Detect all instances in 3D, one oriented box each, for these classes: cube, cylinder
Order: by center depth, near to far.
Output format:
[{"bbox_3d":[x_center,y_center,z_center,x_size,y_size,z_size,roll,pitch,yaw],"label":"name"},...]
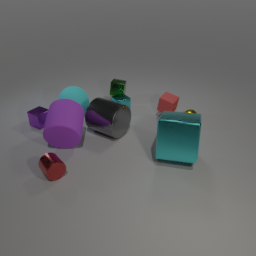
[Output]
[{"bbox_3d":[-2.534,1.281,9.378,0.700,0.700,0.700,-22,37,-32],"label":"cylinder"},{"bbox_3d":[1.798,0.270,9.846,1.400,1.400,1.400,6,18,13],"label":"cube"},{"bbox_3d":[-2.443,-0.166,10.786,1.400,1.400,1.400,0,49,0],"label":"cylinder"},{"bbox_3d":[-0.804,-0.432,11.557,1.400,1.400,1.400,19,36,28],"label":"cylinder"},{"bbox_3d":[-3.873,-0.452,12.292,0.700,0.700,0.700,19,36,29],"label":"cube"},{"bbox_3d":[1.822,-1.110,12.734,0.700,0.700,0.700,26,42,19],"label":"cube"},{"bbox_3d":[-0.341,-1.169,13.492,0.700,0.700,0.700,-18,35,-27],"label":"cube"},{"bbox_3d":[-0.500,-2.033,14.198,0.700,0.700,0.700,10,25,5],"label":"cube"}]

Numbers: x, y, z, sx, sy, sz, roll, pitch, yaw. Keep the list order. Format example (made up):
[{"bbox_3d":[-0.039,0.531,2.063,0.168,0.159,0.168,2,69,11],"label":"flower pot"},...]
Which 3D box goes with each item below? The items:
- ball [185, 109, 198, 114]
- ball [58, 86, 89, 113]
[{"bbox_3d":[2.740,-0.475,12.325,0.700,0.700,0.700,0,31,0],"label":"ball"},{"bbox_3d":[-2.493,-1.216,12.894,1.400,1.400,1.400,0,31,0],"label":"ball"}]
